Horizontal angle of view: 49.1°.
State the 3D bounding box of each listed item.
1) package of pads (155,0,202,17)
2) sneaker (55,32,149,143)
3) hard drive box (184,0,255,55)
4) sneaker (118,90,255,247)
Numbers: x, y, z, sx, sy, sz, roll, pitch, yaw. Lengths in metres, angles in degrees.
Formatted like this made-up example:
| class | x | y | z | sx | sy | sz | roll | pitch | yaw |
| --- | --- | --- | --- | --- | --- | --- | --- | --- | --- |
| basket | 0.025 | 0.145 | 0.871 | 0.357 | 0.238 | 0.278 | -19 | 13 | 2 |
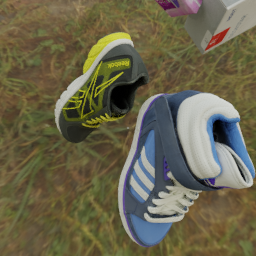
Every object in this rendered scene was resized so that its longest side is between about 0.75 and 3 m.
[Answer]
| class | x | y | z | sx | sy | sz | roll | pitch | yaw |
| --- | --- | --- | --- | --- | --- | --- | --- | --- | --- |
| package of pads | 0.751 | -2.399 | 4.895 | 0.634 | 1.053 | 0.398 | 12 | 78 | 48 |
| sneaker | -0.577 | -0.462 | 5.340 | 0.990 | 2.659 | 1.125 | -8 | 54 | -42 |
| hard drive box | 2.371 | -2.643 | 5.538 | 2.196 | 1.711 | 0.843 | -29 | 80 | -3 |
| sneaker | 0.826 | 0.870 | 4.300 | 1.164 | 2.115 | 2.889 | 5 | 97 | -27 |
